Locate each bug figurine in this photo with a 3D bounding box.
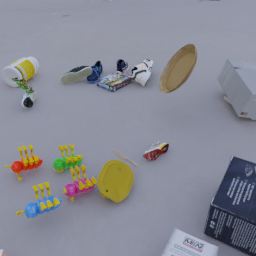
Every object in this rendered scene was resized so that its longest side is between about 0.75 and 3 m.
[{"bbox_3d":[-2.163,1.431,7.979,2.253,0.747,2.905,-11,31,-26],"label":"bug figurine"}]

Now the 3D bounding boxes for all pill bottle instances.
[{"bbox_3d":[-5.280,-2.890,14.015,1.054,1.054,1.894,9,35,13],"label":"pill bottle"}]

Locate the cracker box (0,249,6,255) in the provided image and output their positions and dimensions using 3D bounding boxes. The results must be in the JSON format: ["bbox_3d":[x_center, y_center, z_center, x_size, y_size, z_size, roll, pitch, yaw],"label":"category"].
[{"bbox_3d":[-3.714,3.375,5.095,2.642,0.762,1.769,-5,35,-8],"label":"cracker box"}]

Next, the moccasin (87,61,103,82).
[{"bbox_3d":[-1.775,-2.953,14.478,0.744,0.631,1.849,2,34,3],"label":"moccasin"}]

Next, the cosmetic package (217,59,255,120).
[{"bbox_3d":[4.958,-1.636,11.617,1.482,1.251,2.775,6,39,-14],"label":"cosmetic package"}]

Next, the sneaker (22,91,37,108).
[{"bbox_3d":[-4.325,-1.210,12.018,0.518,0.514,1.430,-9,25,1],"label":"sneaker"}]

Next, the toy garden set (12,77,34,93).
[{"bbox_3d":[-4.421,-1.871,12.090,0.941,0.188,0.785,41,12,2],"label":"toy garden set"}]

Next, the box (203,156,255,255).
[{"bbox_3d":[3.165,1.957,6.793,2.013,1.182,1.980,19,39,25],"label":"box"}]

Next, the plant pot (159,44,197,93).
[{"bbox_3d":[1.888,-2.159,10.427,0.283,2.058,2.058,29,28,-21],"label":"plant pot"}]

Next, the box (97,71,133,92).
[{"bbox_3d":[-0.621,-2.316,13.846,1.070,0.295,1.566,25,41,31],"label":"box"}]

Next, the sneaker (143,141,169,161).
[{"bbox_3d":[0.874,0.750,9.316,0.454,0.430,1.106,25,32,38],"label":"sneaker"}]

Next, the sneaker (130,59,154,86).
[{"bbox_3d":[0.700,-2.994,14.147,0.915,0.843,2.287,25,33,-7],"label":"sneaker"}]

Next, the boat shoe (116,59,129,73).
[{"bbox_3d":[-0.272,-3.437,15.106,0.582,0.723,1.560,5,35,7],"label":"boat shoe"}]

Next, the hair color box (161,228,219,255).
[{"bbox_3d":[0.992,3.139,5.564,1.029,0.630,2.079,17,39,24],"label":"hair color box"}]

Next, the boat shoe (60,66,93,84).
[{"bbox_3d":[-2.599,-2.712,13.933,1.641,0.613,0.544,-25,44,0],"label":"boat shoe"}]

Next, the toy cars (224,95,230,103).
[{"bbox_3d":[4.636,-1.549,12.644,0.829,0.409,1.849,17,40,1],"label":"toy cars"}]

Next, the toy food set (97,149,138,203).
[{"bbox_3d":[-0.372,1.497,8.156,0.984,0.546,1.672,29,40,-1],"label":"toy food set"}]
